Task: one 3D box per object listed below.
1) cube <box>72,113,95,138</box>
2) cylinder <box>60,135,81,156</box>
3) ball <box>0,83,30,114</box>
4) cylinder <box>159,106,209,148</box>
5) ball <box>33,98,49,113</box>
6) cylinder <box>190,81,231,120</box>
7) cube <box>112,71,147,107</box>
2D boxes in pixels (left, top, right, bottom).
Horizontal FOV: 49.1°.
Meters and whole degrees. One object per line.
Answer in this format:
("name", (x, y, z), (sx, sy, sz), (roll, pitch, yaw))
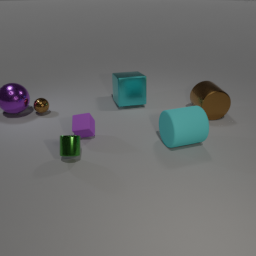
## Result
("cube", (-1.722, -0.094, 10.916), (0.700, 0.700, 0.700), (-8, 64, 9))
("cylinder", (-1.983, 0.600, 9.593), (0.700, 0.700, 0.700), (0, -1, 0))
("ball", (-5.166, -1.333, 12.645), (1.400, 1.400, 1.400), (0, 28, 0))
("cylinder", (2.057, -0.058, 10.484), (1.400, 1.400, 1.400), (-9, 30, -16))
("ball", (-3.969, -1.034, 12.836), (0.700, 0.700, 0.700), (0, 28, 0))
("cylinder", (3.707, -1.271, 12.733), (1.400, 1.400, 1.400), (-4, 29, -8))
("cube", (0.050, -1.955, 13.845), (1.400, 1.400, 1.400), (-7, 22, -13))
